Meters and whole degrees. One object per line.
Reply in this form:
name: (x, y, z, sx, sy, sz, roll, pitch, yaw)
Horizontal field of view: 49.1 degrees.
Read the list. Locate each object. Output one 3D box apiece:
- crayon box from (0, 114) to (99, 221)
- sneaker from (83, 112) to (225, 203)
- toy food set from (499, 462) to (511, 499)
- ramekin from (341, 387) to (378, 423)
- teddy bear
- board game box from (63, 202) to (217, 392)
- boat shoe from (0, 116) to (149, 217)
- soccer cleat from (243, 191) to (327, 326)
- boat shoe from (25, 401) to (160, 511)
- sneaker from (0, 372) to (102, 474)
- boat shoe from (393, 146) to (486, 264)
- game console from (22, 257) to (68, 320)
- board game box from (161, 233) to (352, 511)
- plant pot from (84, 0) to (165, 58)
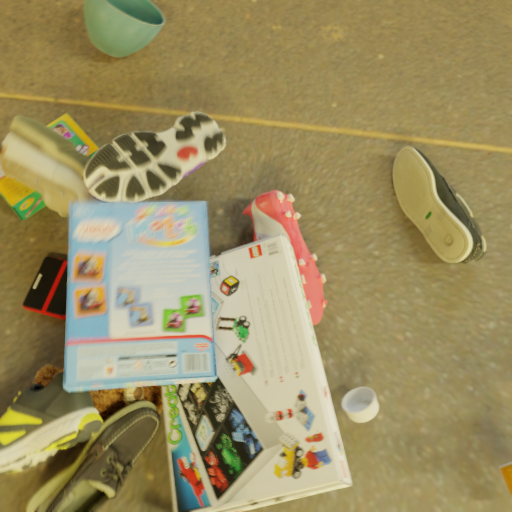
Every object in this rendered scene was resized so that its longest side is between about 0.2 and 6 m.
crayon box: (-4.419, -1.888, 11.752, 2.140, 0.623, 1.271, -38, 71, -16)
sneaker: (-1.839, -1.609, 10.553, 3.136, 1.308, 1.264, -32, 82, -42)
toy food set: (5.184, 3.617, 8.642, 3.061, 1.461, 1.377, -8, 65, -19)
ramekin: (1.796, 2.563, 9.586, 0.602, 0.293, 0.602, -24, 24, 11)
teddy bear: (-2.765, 2.385, 9.683, 2.300, 0.768, 1.667, 10, 68, 5)
board game box: (-1.871, 0.568, 9.081, 2.279, 0.551, 3.013, -1, 70, -10)
boat shoe: (-3.437, -1.323, 10.724, 3.286, 1.228, 1.124, 36, 105, 9)
soccer cleat: (0.536, 0.074, 10.805, 1.060, 0.925, 2.773, -26, 74, 33)
boat shoe: (-2.468, 3.512, 8.924, 2.630, 0.940, 0.864, -43, 36, -12)
sneaker: (-3.690, 2.757, 9.134, 2.686, 1.000, 1.136, -25, 65, 12)
boat shoe: (3.648, -1.043, 11.324, 0.943, 1.002, 2.789, -2, 55, -33)
game console: (-3.843, 0.616, 10.856, 1.010, 0.177, 1.142, 12, 65, 10)
board game box: (-0.273, 1.915, 9.354, 2.675, 0.733, 4.237, -18, 61, 12)
plant pot: (-3.203, -5.352, 12.916, 1.814, 1.222, 1.814, 26, 34, -19)
